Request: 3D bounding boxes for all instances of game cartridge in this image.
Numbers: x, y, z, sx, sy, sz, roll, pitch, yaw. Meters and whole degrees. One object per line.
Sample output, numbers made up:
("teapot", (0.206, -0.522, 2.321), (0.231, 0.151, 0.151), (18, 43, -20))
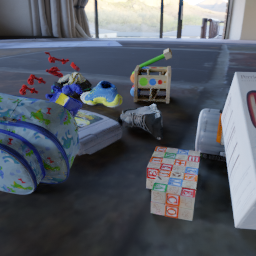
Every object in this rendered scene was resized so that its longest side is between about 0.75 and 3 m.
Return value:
("game cartridge", (-1.754, -0.030, 8.956), (2.963, 0.606, 1.972), (16, 23, 33))

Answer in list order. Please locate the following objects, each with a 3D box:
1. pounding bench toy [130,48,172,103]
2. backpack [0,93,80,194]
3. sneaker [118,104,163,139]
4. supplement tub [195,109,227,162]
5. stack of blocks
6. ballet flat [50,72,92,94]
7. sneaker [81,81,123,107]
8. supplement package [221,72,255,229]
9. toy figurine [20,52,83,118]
("pounding bench toy", (1.016, -2.378, 12.429), (1.755, 2.249, 1.397), (3, 22, 6))
("backpack", (-2.273, 0.420, 6.054), (2.228, 2.039, 1.637), (5, 44, 8))
("sneaker", (0.367, -0.163, 9.014), (1.388, 0.902, 2.404), (-5, 13, 2))
("supplement tub", (2.922, 0.252, 7.189), (2.191, 1.342, 1.342), (7, 23, 19))
("stack of blocks", (0.959, 1.105, 6.127), (1.086, 0.552, 1.886), (6, 23, 15))
("ballet flat", (-2.666, -2.175, 13.615), (1.041, 1.041, 2.850), (12, 25, 26))
("sneaker", (-1.180, -1.532, 11.675), (2.089, 1.097, 0.791), (9, 40, 28))
("supplement package", (2.740, 0.372, 5.249), (1.518, 1.461, 2.668), (2, 53, 6))
("toy figurine", (-1.938, -0.511, 7.227), (1.475, 2.463, 1.299), (43, 10, 38))
